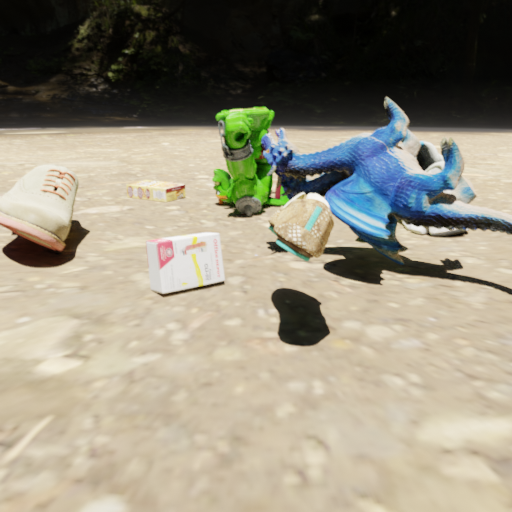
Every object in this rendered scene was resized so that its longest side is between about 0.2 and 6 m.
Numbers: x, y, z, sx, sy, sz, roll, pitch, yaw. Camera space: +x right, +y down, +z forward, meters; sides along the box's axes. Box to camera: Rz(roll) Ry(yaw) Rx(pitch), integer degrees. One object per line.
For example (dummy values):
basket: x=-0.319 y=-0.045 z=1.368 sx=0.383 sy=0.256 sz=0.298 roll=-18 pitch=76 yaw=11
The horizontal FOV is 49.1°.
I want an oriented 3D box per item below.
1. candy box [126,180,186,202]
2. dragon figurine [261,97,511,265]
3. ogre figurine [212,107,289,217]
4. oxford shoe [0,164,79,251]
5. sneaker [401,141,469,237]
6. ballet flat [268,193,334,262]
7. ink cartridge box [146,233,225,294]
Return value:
candy box: x=-2.318 y=-1.505 z=12.957 sx=1.212 sy=0.335 sz=0.700 roll=10 pitch=20 yaw=31
dragon figurine: x=1.680 y=-0.677 z=7.236 sx=3.957 sy=1.967 sz=1.165 roll=49 pitch=7 yaw=32
ogre figurine: x=-0.095 y=-2.028 z=11.705 sx=1.672 sy=2.043 sz=3.408 roll=-7 pitch=16 yaw=-10
oxford shoe: x=-3.345 y=-0.908 z=8.733 sx=1.109 sy=1.156 sz=3.133 roll=31 pitch=1 yaw=-29
sneaker: x=2.980 y=-1.450 z=10.711 sx=1.295 sy=1.497 sz=3.455 roll=-5 pitch=15 yaw=-13
ballet flat: x=0.478 y=-0.320 z=5.495 sx=0.630 sy=0.583 sz=1.787 roll=31 pitch=4 yaw=-6
ink cartridge box: x=-0.848 y=0.069 z=6.785 sx=0.856 sy=0.621 sz=0.357 roll=-10 pitch=9 yaw=-33
